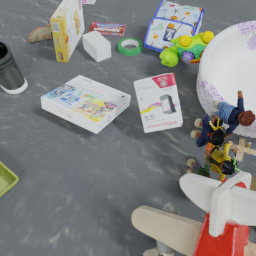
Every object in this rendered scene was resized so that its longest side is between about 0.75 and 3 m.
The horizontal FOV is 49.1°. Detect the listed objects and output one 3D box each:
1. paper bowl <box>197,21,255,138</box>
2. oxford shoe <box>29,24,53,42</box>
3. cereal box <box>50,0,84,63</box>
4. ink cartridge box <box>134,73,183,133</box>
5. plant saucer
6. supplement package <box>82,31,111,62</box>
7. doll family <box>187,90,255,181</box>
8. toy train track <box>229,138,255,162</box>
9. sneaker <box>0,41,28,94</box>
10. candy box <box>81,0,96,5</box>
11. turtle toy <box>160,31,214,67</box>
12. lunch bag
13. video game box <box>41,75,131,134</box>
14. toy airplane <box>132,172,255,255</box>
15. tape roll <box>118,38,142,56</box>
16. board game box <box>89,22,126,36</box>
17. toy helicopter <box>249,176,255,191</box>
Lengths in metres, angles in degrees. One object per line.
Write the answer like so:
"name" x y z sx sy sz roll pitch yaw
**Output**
"paper bowl" 3.252 -1.128 7.172 2.912 1.515 2.912 -3 66 7
"oxford shoe" -3.045 -3.450 10.264 0.468 0.441 1.252 35 58 21
"cereal box" -2.003 -3.495 9.552 0.425 1.547 2.150 9 50 5
"ink cartridge box" 0.752 -0.613 6.803 0.948 1.284 0.550 -11 8 17
"plant saucer" -3.354 1.288 6.130 1.449 0.347 1.446 32 56 24
"supplement package" -1.068 -2.801 9.586 0.572 0.574 0.978 -26 54 -21
"doll family" 1.856 0.339 5.725 0.876 2.233 1.290 2 9 -4
"toy train track" 3.084 0.551 6.876 1.311 0.213 0.752 18 51 14
"sneaker" -4.164 -2.177 8.528 2.708 1.343 0.957 33 58 27
"candy box" -1.889 -5.825 12.420 0.913 0.327 0.766 6 49 5
"turtle toy" 1.800 -2.365 8.464 1.710 0.864 1.246 -8 15 4
"lunch bag" 1.605 -3.379 9.734 1.642 1.196 1.932 19 66 14
"video game box" -1.107 -0.719 7.659 1.829 0.428 1.667 24 38 20
"toy airplane" 1.485 2.012 4.234 1.984 2.799 2.811 17 41 -47
"tape roll" 0.074 -2.881 9.906 0.859 0.206 0.859 0 48 0
"board game box" -0.786 -3.820 10.790 1.319 0.128 0.679 7 50 6
"toy helicopter" 2.945 1.607 5.231 0.757 1.269 1.919 -31 56 -25
